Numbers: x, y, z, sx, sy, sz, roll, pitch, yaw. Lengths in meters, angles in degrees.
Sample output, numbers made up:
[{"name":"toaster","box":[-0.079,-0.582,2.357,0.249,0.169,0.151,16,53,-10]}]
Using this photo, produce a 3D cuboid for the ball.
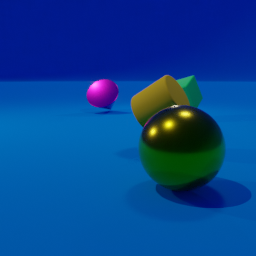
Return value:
[{"name":"ball","box":[0.610,0.229,3.239,0.985,0.985,0.985,0,10,0]}]

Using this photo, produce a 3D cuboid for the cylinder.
[{"name":"cylinder","box":[0.547,-0.398,4.729,0.728,0.728,0.728,-31,-7,30]}]

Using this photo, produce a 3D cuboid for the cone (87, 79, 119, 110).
[{"name":"cone","box":[-0.815,-1.008,10.746,1.215,1.215,1.219,3,-26,14]}]

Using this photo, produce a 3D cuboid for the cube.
[{"name":"cube","box":[1.652,-0.974,8.418,0.805,0.805,0.805,-11,25,37]}]
